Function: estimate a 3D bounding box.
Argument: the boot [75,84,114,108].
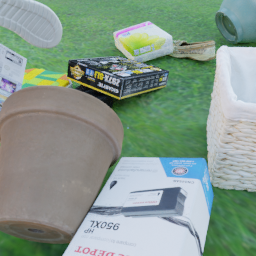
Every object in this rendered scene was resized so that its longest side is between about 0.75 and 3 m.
[{"bbox_3d":[-1.414,-0.884,8.498,1.684,0.634,1.259,-11,38,-41],"label":"boot"}]

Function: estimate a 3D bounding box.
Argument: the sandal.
[{"bbox_3d":[-2.078,-2.185,5.394,0.487,0.806,1.980,40,14,31],"label":"sandal"}]

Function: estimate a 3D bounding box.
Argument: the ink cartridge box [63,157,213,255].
[{"bbox_3d":[0.309,1.579,4.565,1.710,0.996,2.366,-3,33,27],"label":"ink cartridge box"}]

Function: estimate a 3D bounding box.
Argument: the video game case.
[{"bbox_3d":[-2.982,-1.069,5.673,0.392,1.723,1.562,-6,71,31],"label":"video game case"}]

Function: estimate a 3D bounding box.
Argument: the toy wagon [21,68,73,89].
[{"bbox_3d":[-3.328,-1.352,9.283,2.911,0.576,2.258,14,38,18],"label":"toy wagon"}]

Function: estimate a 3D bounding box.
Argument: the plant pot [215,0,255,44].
[{"bbox_3d":[5.328,-5.153,12.988,1.945,2.903,2.903,-33,40,3],"label":"plant pot"}]

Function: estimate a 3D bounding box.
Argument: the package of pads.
[{"bbox_3d":[0.658,-3.733,12.156,1.888,0.833,2.443,-20,41,-11],"label":"package of pads"}]

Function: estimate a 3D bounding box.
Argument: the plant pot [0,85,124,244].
[{"bbox_3d":[-1.414,0.822,5.118,2.480,2.480,2.163,4,55,5],"label":"plant pot"}]

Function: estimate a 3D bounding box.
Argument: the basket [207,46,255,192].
[{"bbox_3d":[3.310,-0.192,6.219,2.846,2.309,2.872,6,36,9],"label":"basket"}]

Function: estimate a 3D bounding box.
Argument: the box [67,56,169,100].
[{"bbox_3d":[-0.259,-1.764,9.222,2.198,0.679,2.753,25,28,28],"label":"box"}]

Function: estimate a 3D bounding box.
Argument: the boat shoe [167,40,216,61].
[{"bbox_3d":[2.556,-3.417,11.845,2.452,0.769,0.899,19,40,35],"label":"boat shoe"}]
